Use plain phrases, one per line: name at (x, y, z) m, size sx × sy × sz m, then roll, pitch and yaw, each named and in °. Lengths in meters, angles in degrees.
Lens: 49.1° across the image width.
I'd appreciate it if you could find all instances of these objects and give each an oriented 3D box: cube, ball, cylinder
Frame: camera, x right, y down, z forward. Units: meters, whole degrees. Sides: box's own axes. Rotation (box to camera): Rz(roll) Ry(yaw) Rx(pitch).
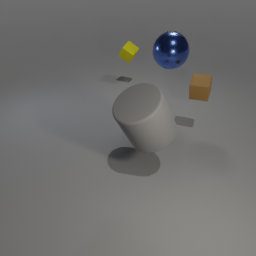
cube at (2.686, -1.503, 10.367) m, size 0.700 × 0.700 × 0.700 m, roll 11°, pitch 51°, yaw 19°
cube at (0.042, -4.048, 14.940) m, size 0.700 × 0.700 × 0.700 m, roll 36°, pitch 58°, yaw -3°
ball at (1.636, -2.953, 10.700) m, size 1.400 × 1.400 × 1.400 m, roll 0°, pitch 31°, yaw 0°
cylinder at (0.478, -0.256, 7.645) m, size 1.400 × 1.400 × 1.400 m, roll -15°, pitch 49°, yaw 17°
